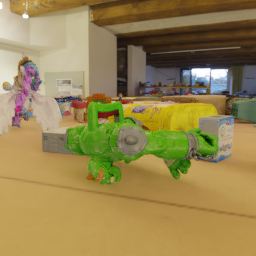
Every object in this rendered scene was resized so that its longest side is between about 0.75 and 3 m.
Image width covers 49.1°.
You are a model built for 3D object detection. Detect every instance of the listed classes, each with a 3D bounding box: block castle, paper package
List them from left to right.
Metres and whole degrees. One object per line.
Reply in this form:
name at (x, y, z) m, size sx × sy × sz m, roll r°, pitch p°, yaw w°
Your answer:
block castle at (-1.257, -1.030, 13.425) m, size 2.749 × 1.290 × 1.837 m, roll -3°, pitch 8°, yaw -17°
paper package at (3.072, -0.939, 13.175) m, size 2.316 × 1.198 × 2.207 m, roll -7°, pitch 11°, yaw -37°

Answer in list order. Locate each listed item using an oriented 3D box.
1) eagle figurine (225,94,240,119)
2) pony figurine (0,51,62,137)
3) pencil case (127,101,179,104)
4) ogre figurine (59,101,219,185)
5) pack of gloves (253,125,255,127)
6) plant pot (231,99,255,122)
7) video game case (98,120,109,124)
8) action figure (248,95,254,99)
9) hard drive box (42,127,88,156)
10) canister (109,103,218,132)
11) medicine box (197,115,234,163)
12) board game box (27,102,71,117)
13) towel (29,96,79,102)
eagle figurine at (4.872, -1.004, 13.654) m, size 1.140 × 1.134 × 1.503 m, roll 2°, pitch -2°, yaw -32°
pony figurine at (-3.769, -0.958, 9.873) m, size 2.351 × 2.725 × 2.823 m, roll -2°, pitch -11°, yaw -31°
pencil case at (0.970, -0.576, 11.097) m, size 2.432 × 1.063 × 1.063 m, roll -7°, pitch 11°, yaw -34°
ogre figurine at (-0.060, 0.246, 4.739) m, size 1.576 × 1.290 × 2.629 m, roll 9°, pitch 12°, yaw -41°
pack of gloves at (5.869, -0.174, 10.920) m, size 1.680 × 0.332 × 1.412 m, roll -6°, pitch 9°, yaw -34°
plant pot at (5.353, -0.778, 12.278) m, size 1.443 × 1.020 × 1.020 m, roll 2°, pitch 9°, yaw -7°
video game case at (-0.749, -0.232, 11.975) m, size 1.577 × 0.138 × 1.127 m, roll 1°, pitch 8°, yaw 5°
action figure at (6.622, -1.051, 15.495) m, size 0.921 × 0.791 × 1.549 m, roll 34°, pitch 65°, yaw 24°
hard drive box at (-1.294, 0.301, 6.931) m, size 1.291 × 0.496 × 1.006 m, roll 3°, pitch 9°, yaw 19°
canister at (0.904, -0.156, 8.022) m, size 1.938 × 1.129 × 2.609 m, roll -6°, pitch 9°, yaw -38°
medicine box at (1.909, 0.207, 6.097) m, size 0.473 × 0.919 × 0.837 m, roll 7°, pitch 11°, yaw 39°
board game box at (-4.986, -1.141, 16.168) m, size 2.635 × 0.736 × 2.580 m, roll -5°, pitch 9°, yaw -31°
towel at (-4.522, -1.755, 16.590) m, size 2.990 × 0.357 × 2.165 m, roll 0°, pitch 7°, yaw 1°
